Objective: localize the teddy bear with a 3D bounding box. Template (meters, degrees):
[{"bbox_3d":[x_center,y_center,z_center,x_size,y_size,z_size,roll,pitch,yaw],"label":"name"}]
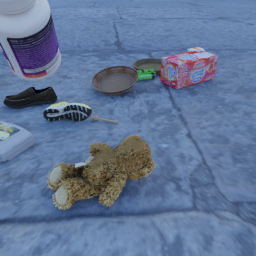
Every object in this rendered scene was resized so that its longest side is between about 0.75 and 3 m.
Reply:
[{"bbox_3d":[-0.584,0.992,6.132,2.370,0.791,1.719,-31,34,-29],"label":"teddy bear"}]

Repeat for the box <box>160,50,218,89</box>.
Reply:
[{"bbox_3d":[2.464,-2.422,11.400,2.174,1.038,1.084,-19,36,-29],"label":"box"}]

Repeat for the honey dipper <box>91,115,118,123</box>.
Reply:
[{"bbox_3d":[-0.714,-0.257,8.650,0.845,0.160,0.160,9,32,12],"label":"honey dipper"}]

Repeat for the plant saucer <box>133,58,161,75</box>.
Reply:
[{"bbox_3d":[1.143,-2.821,12.838,1.836,0.271,1.836,-1,31,0],"label":"plant saucer"}]

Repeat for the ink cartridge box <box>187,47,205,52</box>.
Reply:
[{"bbox_3d":[3.784,-4.041,14.906,0.829,0.256,1.022,-19,33,-28],"label":"ink cartridge box"}]

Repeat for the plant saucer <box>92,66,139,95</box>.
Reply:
[{"bbox_3d":[-0.475,-1.794,10.769,1.816,0.332,1.816,-6,43,5],"label":"plant saucer"}]

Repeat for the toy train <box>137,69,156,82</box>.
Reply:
[{"bbox_3d":[0.369,-2.151,11.655,1.755,0.366,0.495,-9,42,-15],"label":"toy train"}]

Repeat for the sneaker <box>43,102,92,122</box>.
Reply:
[{"bbox_3d":[-1.864,-0.593,8.808,1.492,0.583,0.674,1,28,2],"label":"sneaker"}]

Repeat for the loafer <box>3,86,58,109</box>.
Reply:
[{"bbox_3d":[-3.370,-1.140,9.651,1.779,0.634,0.649,-11,33,-18],"label":"loafer"}]

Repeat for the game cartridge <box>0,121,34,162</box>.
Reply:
[{"bbox_3d":[-3.523,0.279,7.590,1.817,0.371,1.209,15,30,23],"label":"game cartridge"}]

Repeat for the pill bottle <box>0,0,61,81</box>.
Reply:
[{"bbox_3d":[-1.071,-1.033,2.881,0.613,1.101,0.613,2,66,-4],"label":"pill bottle"}]
